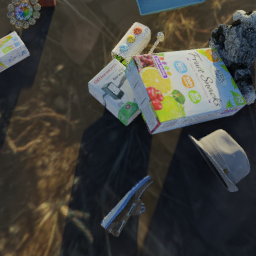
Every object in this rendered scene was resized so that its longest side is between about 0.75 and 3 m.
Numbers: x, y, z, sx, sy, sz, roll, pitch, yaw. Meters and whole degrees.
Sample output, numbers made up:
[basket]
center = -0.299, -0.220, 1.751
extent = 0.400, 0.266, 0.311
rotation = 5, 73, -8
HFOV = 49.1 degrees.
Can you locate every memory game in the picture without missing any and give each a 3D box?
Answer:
[memory game]
center = -3.438, -3.858, 9.230
extent = 1.194, 0.076, 1.194
rotation = 0, 87, 9

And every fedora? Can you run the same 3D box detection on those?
[fedora]
center = 2.338, 0.674, 6.886
extent = 0.804, 1.575, 1.780
rotation = -35, 88, 5

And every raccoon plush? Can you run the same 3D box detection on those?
[raccoon plush]
center = 3.652, -2.237, 8.548
extent = 1.866, 1.347, 2.785
rotation = -19, 100, -22

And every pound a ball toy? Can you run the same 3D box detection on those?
[pound a ball toy]
center = 0.324, -2.592, 8.612
extent = 1.000, 0.652, 1.534
rotation = 30, 73, 17

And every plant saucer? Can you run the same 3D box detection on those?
[plant saucer]
center = 1.392, -4.247, 9.317
extent = 2.200, 0.209, 0.769
rotation = -13, 75, -4

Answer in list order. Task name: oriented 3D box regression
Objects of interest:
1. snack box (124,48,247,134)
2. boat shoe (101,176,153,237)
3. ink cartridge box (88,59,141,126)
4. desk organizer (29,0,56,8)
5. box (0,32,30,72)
[snack box]
center = 1.562, -1.112, 7.642
extent = 2.820, 0.747, 2.006
rotation = -12, 70, -24
[boat shoe]
center = 0.105, 1.956, 7.039
extent = 0.614, 0.613, 1.698
rotation = 42, 85, 9
[ink cartridge box]
center = -0.210, -1.026, 8.014
extent = 1.557, 0.654, 1.136
rotation = 41, 75, 9
[desk organizer]
center = -2.907, -4.323, 9.477
extent = 0.846, 0.326, 0.303
rotation = -5, 70, -2
[box]
center = -3.723, -2.326, 8.603
extent = 1.111, 0.563, 0.625
rotation = -35, 73, -12
